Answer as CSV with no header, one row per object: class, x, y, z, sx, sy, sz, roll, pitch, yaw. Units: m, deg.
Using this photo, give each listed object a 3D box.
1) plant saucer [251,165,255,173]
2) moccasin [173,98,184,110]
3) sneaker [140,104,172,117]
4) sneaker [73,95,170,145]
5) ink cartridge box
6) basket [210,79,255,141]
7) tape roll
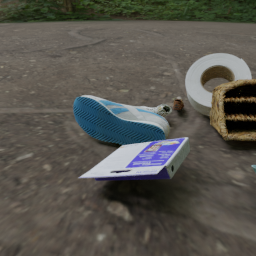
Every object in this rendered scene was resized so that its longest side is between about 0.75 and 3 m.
plant saucer,3.439,1.183,5.508,1.993,0.384,1.993,14,3,-1
moccasin,1.785,-0.873,9.984,0.383,0.404,1.047,4,11,22
sneaker,0.807,-0.570,8.915,1.223,0.451,0.707,1,-18,-31
sneaker,-0.222,-0.203,8.055,2.879,1.102,1.163,22,25,11
ink cartridge box,0.201,0.762,5.937,1.821,0.399,1.838,-9,13,32
basket,3.644,-0.573,8.022,2.219,1.583,1.653,2,14,3
tape roll,3.110,-1.501,9.715,2.174,0.760,2.174,-7,64,15
